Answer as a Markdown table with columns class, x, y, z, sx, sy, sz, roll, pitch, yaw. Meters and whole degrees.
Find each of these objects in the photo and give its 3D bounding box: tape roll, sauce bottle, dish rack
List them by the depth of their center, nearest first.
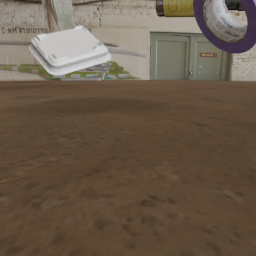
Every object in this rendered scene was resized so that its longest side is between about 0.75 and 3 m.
| class | x | y | z | sx | sy | sz | roll | pitch | yaw |
| --- | --- | --- | --- | --- | --- | --- | --- | --- | --- |
| tape roll | 2.148 | -2.377 | 5.631 | 0.691 | 1.625 | 1.625 | -39 | 24 | -14 |
| dish rack | -1.431 | -2.030 | 6.980 | 1.748 | 0.380 | 1.500 | -25 | 58 | -29 |
| sauce bottle | 2.238 | -3.883 | 8.683 | 2.686 | 0.869 | 0.869 | 9 | 14 | 21 |

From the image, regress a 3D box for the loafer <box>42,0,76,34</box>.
| class | x | y | z | sx | sy | sz | roll | pitch | yaw |
| --- | --- | --- | --- | --- | --- | --- | --- | --- | --- |
| loafer | -2.284 | -3.284 | 9.459 | 0.858 | 2.729 | 0.981 | 20 | 39 | 28 |
